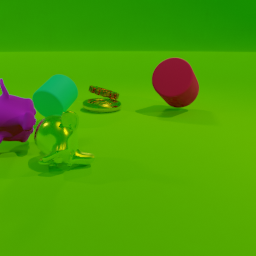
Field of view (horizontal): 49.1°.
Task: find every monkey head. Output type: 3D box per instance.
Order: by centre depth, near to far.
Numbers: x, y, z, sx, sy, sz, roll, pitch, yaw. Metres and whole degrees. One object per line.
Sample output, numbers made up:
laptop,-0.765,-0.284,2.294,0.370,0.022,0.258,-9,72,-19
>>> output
monkey head,-1.236,0.256,5.549,1.183,0.991,1.645,10,-20,-27
monkey head,-2.564,-0.206,6.161,1.020,1.692,1.218,8,0,-23

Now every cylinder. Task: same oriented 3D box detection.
cylinder,-2.078,-0.903,8.077,0.966,0.966,0.966,6,38,18
cylinder,1.681,-1.537,9.752,1.389,1.389,1.389,8,-8,24

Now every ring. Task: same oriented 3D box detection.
ring,-0.977,-0.868,10.530,1.493,0.299,1.493,2,16,-1

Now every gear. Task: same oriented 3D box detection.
gear,-0.950,-1.403,11.057,1.192,0.220,1.192,16,12,-3
